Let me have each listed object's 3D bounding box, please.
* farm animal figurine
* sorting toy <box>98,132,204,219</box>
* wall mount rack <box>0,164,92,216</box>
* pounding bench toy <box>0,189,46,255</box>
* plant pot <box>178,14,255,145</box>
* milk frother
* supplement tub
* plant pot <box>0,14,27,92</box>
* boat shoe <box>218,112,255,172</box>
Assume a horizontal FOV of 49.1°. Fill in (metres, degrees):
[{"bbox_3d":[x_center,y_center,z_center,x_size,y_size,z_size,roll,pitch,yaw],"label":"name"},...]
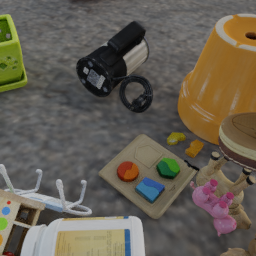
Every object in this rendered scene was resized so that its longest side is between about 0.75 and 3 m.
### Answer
[{"bbox_3d":[2.232,1.967,4.812,2.759,1.455,2.790,14,42,-4],"label":"farm animal figurine"},{"bbox_3d":[0.688,0.758,6.540,1.738,0.312,2.333,32,55,26],"label":"sorting toy"},{"bbox_3d":[-1.590,1.163,5.362,1.865,1.621,0.695,11,84,10],"label":"wall mount rack"},{"bbox_3d":[-2.362,1.867,5.043,0.927,1.492,1.164,29,57,-28],"label":"pounding bench toy"},{"bbox_3d":[2.721,-1.299,6.972,2.670,2.444,2.670,0,47,0],"label":"plant pot"},{"bbox_3d":[0.045,-1.712,8.233,2.177,1.965,2.048,52,56,-13],"label":"milk frother"},{"bbox_3d":[-0.664,2.155,4.573,1.832,1.325,1.325,-2,48,-1],"label":"supplement tub"},{"bbox_3d":[-4.007,-2.054,8.206,1.821,1.660,1.830,-18,50,-15],"label":"plant pot"},{"bbox_3d":[1.912,0.519,2.749,2.351,0.846,0.848,13,32,-9],"label":"boat shoe"}]
